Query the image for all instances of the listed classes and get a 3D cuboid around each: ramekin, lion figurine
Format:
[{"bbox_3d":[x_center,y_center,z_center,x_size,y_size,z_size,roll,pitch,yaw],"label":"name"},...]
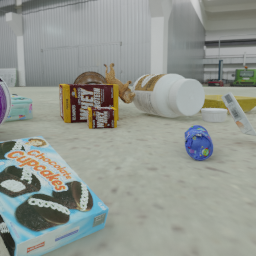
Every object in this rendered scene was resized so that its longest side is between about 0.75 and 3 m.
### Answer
[{"bbox_3d":[2.767,-0.412,9.041,0.830,0.386,0.830,1,10,0],"label":"ramekin"},{"bbox_3d":[-0.397,-1.638,10.381,1.693,0.614,1.037,37,39,-8],"label":"lion figurine"}]

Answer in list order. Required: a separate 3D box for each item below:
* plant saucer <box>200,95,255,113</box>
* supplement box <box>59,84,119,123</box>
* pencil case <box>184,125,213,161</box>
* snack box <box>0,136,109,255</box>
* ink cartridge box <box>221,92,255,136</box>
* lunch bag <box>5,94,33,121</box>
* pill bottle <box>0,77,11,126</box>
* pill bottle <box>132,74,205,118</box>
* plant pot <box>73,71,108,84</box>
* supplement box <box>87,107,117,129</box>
[{"bbox_3d":[3.808,-1.021,11.842,2.530,0.613,2.531,-5,11,-28],"label":"plant saucer"},{"bbox_3d":[-1.384,-0.905,9.548,1.756,1.166,1.732,-3,11,-17],"label":"supplement box"},{"bbox_3d":[1.273,0.237,5.159,0.507,0.456,1.168,26,13,7],"label":"pencil case"},{"bbox_3d":[-0.938,0.560,2.734,0.830,0.265,1.429,-9,32,-41],"label":"snack box"},{"bbox_3d":[2.367,-0.160,5.853,0.258,1.029,0.835,-29,40,19],"label":"ink cartridge box"},{"bbox_3d":[-4.271,-0.667,9.236,1.691,0.813,2.109,9,14,39],"label":"lunch bag"},{"bbox_3d":[-3.528,-0.530,6.013,1.686,1.686,2.999,-2,11,-13],"label":"pill bottle"},{"bbox_3d":[1.371,-1.161,9.980,1.518,1.518,2.655,-5,11,-27],"label":"pill bottle"},{"bbox_3d":[-1.611,-1.562,12.377,1.704,1.704,1.687,-2,18,-9],"label":"plant pot"},{"bbox_3d":[-0.764,-0.307,8.058,0.783,0.520,0.773,-2,10,-12],"label":"supplement box"}]
